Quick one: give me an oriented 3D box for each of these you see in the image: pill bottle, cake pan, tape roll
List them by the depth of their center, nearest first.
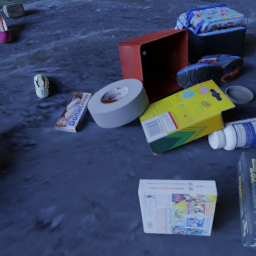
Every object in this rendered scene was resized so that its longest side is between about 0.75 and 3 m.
[{"bbox_3d":[2.923,0.186,7.559,1.364,0.757,0.757,-9,43,-9],"label":"pill bottle"},{"bbox_3d":[-0.291,-0.754,8.273,1.738,0.574,1.738,-18,32,12],"label":"tape roll"},{"bbox_3d":[3.715,-1.100,9.402,0.902,0.165,0.902,0,42,0],"label":"cake pan"}]

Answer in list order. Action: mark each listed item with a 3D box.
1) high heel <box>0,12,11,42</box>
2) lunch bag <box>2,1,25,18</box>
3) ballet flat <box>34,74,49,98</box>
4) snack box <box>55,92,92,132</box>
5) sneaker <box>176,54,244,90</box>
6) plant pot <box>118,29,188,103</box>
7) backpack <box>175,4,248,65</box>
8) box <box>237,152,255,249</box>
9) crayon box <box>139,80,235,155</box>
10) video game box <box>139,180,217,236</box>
[{"bbox_3d":[-5.816,-4.695,12.660,0.740,1.054,2.198,-13,44,-14],"label":"high heel"},{"bbox_3d":[-5.988,-6.178,14.602,0.967,0.674,0.811,-26,38,-25],"label":"lunch bag"},{"bbox_3d":[-2.993,-1.584,9.720,0.508,0.508,1.415,-14,44,-14],"label":"ballet flat"},{"bbox_3d":[-1.653,-0.538,8.752,0.624,0.211,1.735,7,43,8],"label":"snack box"},{"bbox_3d":[2.747,-1.988,9.884,2.845,1.072,1.116,-17,37,-30],"label":"sneaker"},{"bbox_3d":[0.742,-2.269,9.555,1.955,1.957,1.725,-25,36,-25],"label":"plant pot"},{"bbox_3d":[3.103,-3.989,11.356,2.471,1.821,2.707,-12,43,-12],"label":"backpack"},{"bbox_3d":[3.405,1.618,6.137,1.760,0.569,2.232,9,44,8],"label":"box"},{"bbox_3d":[1.529,-0.331,7.643,2.343,0.595,1.488,-22,39,6],"label":"crayon box"},{"bbox_3d":[0.943,1.555,5.386,1.352,1.484,0.347,1,43,10],"label":"video game box"}]
